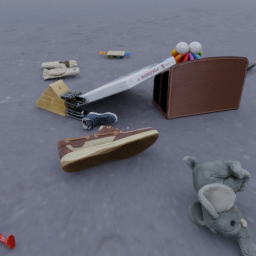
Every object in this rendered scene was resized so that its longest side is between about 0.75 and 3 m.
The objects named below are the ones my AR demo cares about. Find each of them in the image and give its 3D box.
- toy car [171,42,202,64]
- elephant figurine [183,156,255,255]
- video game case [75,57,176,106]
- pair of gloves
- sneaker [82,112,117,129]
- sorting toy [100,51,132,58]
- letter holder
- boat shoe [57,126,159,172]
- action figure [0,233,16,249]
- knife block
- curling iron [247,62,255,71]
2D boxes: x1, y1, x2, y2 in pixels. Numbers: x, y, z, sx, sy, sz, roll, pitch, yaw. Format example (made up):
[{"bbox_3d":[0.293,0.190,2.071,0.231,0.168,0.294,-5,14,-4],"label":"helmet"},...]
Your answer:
[{"bbox_3d":[2.781,-3.276,13.107,1.452,1.271,1.089,-3,66,-6],"label":"toy car"},{"bbox_3d":[1.748,1.492,5.417,1.339,1.221,1.726,-12,37,38],"label":"elephant figurine"},{"bbox_3d":[-0.182,-1.556,9.675,2.910,0.334,2.652,-12,16,46],"label":"video game case"},{"bbox_3d":[-3.060,-2.662,12.698,1.618,0.334,1.903,-9,31,-13],"label":"pair of gloves"},{"bbox_3d":[-0.917,-0.208,8.624,1.046,0.398,0.756,3,20,22],"label":"sneaker"},{"bbox_3d":[-0.650,-3.871,14.757,1.699,0.231,0.957,3,28,4],"label":"sorting toy"},{"bbox_3d":[2.378,-1.620,9.492,2.741,1.948,1.378,-9,33,-13],"label":"letter holder"},{"bbox_3d":[-0.492,0.308,7.158,2.617,0.944,0.942,-17,62,-15],"label":"boat shoe"},{"bbox_3d":[-3.009,1.832,5.391,1.950,0.504,0.638,17,38,29],"label":"action figure"},{"bbox_3d":[-2.166,-0.730,9.519,1.792,1.573,0.573,-34,3,44],"label":"knife block"},{"bbox_3d":[4.938,-2.444,12.231,2.886,0.369,0.715,-24,3,-39],"label":"curling iron"}]
